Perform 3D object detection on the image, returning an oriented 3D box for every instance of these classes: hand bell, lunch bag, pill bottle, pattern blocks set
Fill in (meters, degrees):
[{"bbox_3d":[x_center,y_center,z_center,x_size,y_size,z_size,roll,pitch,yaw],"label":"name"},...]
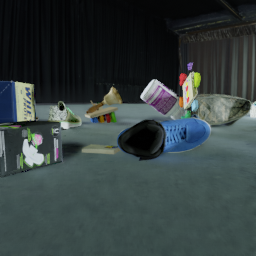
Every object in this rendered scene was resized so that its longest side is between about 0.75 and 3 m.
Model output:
[{"bbox_3d":[-0.935,-0.859,9.983,1.316,0.685,0.685,-27,-1,16],"label":"hand bell"},{"bbox_3d":[3.987,-0.834,12.615,2.498,1.469,2.049,-5,7,-3],"label":"lunch bag"},{"bbox_3d":[1.660,-1.227,12.793,1.982,1.113,1.113,36,2,-9],"label":"pill bottle"},{"bbox_3d":[2.130,-1.305,9.689,0.158,1.949,1.713,6,-18,-8],"label":"pattern blocks set"}]

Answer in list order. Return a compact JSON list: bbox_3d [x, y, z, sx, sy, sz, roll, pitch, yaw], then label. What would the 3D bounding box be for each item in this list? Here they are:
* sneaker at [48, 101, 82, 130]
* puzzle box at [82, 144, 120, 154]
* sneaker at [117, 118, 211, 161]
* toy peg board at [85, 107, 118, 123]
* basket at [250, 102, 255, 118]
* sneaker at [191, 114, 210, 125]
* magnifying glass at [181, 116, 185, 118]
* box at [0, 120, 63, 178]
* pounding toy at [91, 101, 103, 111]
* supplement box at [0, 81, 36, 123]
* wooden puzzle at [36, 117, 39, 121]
[{"bbox_3d":[-2.602,-0.566,11.716,0.969,1.117,2.521,1,7,9],"label":"sneaker"},{"bbox_3d":[-0.636,0.517,6.842,0.834,0.106,0.555,2,7,17],"label":"puzzle box"},{"bbox_3d":[0.849,0.210,6.116,2.197,0.843,1.222,-4,1,-2],"label":"sneaker"},{"bbox_3d":[-1.284,-0.525,14.111,1.430,0.703,1.436,-18,11,-16],"label":"toy peg board"},{"bbox_3d":[8.076,-1.134,16.193,1.723,1.198,1.519,-12,9,-15],"label":"basket"},{"bbox_3d":[2.574,-0.169,10.228,1.421,0.679,0.563,-6,9,-44],"label":"sneaker"},{"bbox_3d":[3.627,-0.566,16.030,0.590,0.166,1.482,-4,6,-30],"label":"magnifying glass"},{"bbox_3d":[-2.087,0.320,5.344,1.003,0.839,1.351,5,8,37],"label":"box"},{"bbox_3d":[-2.150,-1.371,19.128,0.709,0.997,0.918,-2,7,-14],"label":"pounding toy"},{"bbox_3d":[-4.912,-0.691,9.859,2.671,1.793,2.668,-1,7,-4],"label":"supplement box"},{"bbox_3d":[-6.001,-0.534,14.774,1.747,0.352,1.888,4,8,29],"label":"wooden puzzle"}]
